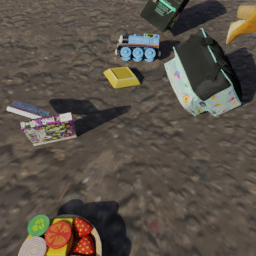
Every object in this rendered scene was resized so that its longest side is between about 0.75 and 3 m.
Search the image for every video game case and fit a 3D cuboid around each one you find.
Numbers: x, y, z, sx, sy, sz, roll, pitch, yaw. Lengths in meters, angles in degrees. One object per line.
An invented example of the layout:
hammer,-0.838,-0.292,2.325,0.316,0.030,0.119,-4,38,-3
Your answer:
video game case,-2.525,-0.441,7.224,0.947,0.116,1.324,18,6,-17
video game case,-1.903,0.050,6.937,1.155,1.274,0.228,-12,71,-10

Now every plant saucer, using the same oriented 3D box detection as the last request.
plant saucer,-0.191,-1.726,9.232,0.959,0.232,0.959,-13,48,-24

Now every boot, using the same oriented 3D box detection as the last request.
boot,2.905,-2.342,6.595,0.912,1.274,0.448,12,70,6

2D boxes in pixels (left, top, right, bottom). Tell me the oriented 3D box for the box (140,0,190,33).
box,1.567,-4.828,10.640,1.167,1.877,1.394,38,34,2

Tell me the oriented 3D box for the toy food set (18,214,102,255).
toy food set,-1.313,2.361,5.139,1.666,0.410,1.684,-4,48,9

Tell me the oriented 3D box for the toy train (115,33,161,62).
toy train,0.365,-2.870,9.935,1.606,0.696,0.918,3,89,0

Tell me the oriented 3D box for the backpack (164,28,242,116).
backpack,2.124,-1.260,7.645,2.172,1.665,1.909,18,44,-49
